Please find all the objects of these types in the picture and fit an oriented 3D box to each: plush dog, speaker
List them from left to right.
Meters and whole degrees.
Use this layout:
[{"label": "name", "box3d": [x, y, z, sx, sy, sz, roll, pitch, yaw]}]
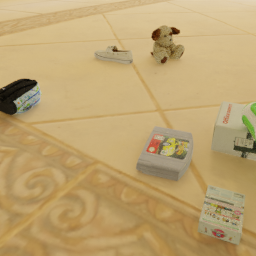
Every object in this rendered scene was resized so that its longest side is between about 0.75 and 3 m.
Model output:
[{"label": "plush dog", "box3d": [1.758, -4.214, 13.820, 1.916, 1.646, 1.538, -25, 40, -33]}, {"label": "speaker", "box3d": [3.109, -0.053, 6.374, 0.757, 0.757, 1.711, 4, 23, 7]}]

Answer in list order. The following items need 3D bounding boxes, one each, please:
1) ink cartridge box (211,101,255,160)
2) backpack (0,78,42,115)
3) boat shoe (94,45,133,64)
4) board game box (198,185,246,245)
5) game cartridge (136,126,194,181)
[{"label": "ink cartridge box", "box3d": [3.539, 0.113, 7.803, 2.150, 0.893, 1.576, 14, 35, 20]}, {"label": "backpack", "box3d": [-3.741, -1.110, 9.659, 1.267, 1.194, 1.553, 16, 57, 29]}, {"label": "boat shoe", "box3d": [-0.742, -3.750, 13.924, 2.171, 0.758, 0.770, 18, 37, 26]}, {"label": "board game box", "box3d": [1.951, 1.747, 5.790, 0.804, 0.350, 1.089, 13, 34, 20]}, {"label": "game cartridge", "box3d": [1.094, 0.611, 7.565, 1.271, 0.390, 1.910, 14, 35, 13]}]
